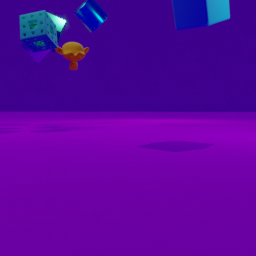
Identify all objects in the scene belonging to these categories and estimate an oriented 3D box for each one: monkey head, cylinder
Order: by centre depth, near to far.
[{"bbox_3d":[-1.151,-3.547,8.758,0.768,0.768,0.768,44,-19,-26],"label":"cylinder"},{"bbox_3d":[-3.012,-2.714,9.306,0.797,0.797,0.797,43,-4,4],"label":"cylinder"},{"bbox_3d":[-2.010,-2.656,10.241,1.262,0.908,0.761,-4,45,-20],"label":"monkey head"}]

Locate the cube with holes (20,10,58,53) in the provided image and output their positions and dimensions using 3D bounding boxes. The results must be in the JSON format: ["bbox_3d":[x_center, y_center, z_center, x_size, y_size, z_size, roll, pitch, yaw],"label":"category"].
[{"bbox_3d":[-2.578,-2.780,8.127,0.767,0.767,0.767,-9,-13,7],"label":"cube with holes"}]

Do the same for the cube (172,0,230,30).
[{"bbox_3d":[1.387,-2.368,5.353,0.760,0.760,0.760,-29,26,-35],"label":"cube"}]

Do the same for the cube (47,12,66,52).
[{"bbox_3d":[-3.412,-4.142,12.051,1.073,1.073,1.073,21,-46,-16],"label":"cube"}]
